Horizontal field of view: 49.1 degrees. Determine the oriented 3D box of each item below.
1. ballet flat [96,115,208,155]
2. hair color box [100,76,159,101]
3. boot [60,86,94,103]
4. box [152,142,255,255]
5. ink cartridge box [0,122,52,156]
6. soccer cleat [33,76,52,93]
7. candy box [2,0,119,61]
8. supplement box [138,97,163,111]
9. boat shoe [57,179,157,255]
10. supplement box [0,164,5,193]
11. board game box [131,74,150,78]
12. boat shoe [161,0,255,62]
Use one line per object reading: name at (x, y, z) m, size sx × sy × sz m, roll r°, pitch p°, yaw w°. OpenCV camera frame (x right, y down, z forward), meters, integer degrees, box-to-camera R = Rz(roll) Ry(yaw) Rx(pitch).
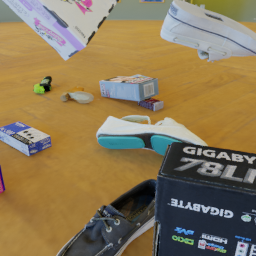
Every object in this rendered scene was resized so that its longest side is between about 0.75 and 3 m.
ballet flat at (0.635, 0.125, 7.177) m, size 2.984 × 1.036 × 1.036 m, roll 7°, pitch 26°, yaw 19°
hair color box at (0.007, -1.568, 10.886) m, size 1.083 × 0.664 × 2.189 m, roll -23°, pitch 24°, yaw -39°
boot at (-1.881, -1.380, 11.023) m, size 1.421 × 0.500 × 1.017 m, roll 1°, pitch 29°, yaw 15°
box at (1.508, 1.558, 2.538) m, size 2.622 × 2.603 × 0.651 m, roll 7°, pitch 28°, yaw 16°
ink cartridge box at (-2.913, 0.264, 7.821) m, size 1.545 × 0.342 × 0.726 m, roll 19°, pitch 31°, yaw 35°
soccer cleat at (-3.544, -1.839, 12.125) m, size 0.595 × 0.496 × 1.469 m, roll 16°, pitch 32°, yaw 3°
candy box at (-0.589, -1.426, 2.691) m, size 0.416 × 0.975 × 1.162 m, roll -11°, pitch 45°, yaw 49°
supplement box at (0.824, -0.912, 10.344) m, size 0.481 × 0.269 × 0.885 m, roll -22°, pitch 32°, yaw -38°
boat shoe at (-0.208, 1.565, 4.591) m, size 2.409 × 0.798 × 0.842 m, roll -22°, pitch 34°, yaw -38°
supplement box at (-3.234, 1.200, 5.468) m, size 0.691 × 0.706 × 1.366 m, roll 16°, pitch 29°, yaw 27°
board game box at (0.383, -2.108, 12.791) m, size 0.957 × 0.297 × 1.267 m, roll 23°, pitch 34°, yaw 39°
boat shoe at (2.111, -2.132, 6.833) m, size 2.857 × 0.997 × 1.013 m, roll 8°, pitch 43°, yaw -24°
